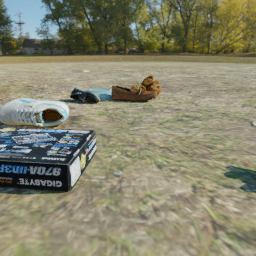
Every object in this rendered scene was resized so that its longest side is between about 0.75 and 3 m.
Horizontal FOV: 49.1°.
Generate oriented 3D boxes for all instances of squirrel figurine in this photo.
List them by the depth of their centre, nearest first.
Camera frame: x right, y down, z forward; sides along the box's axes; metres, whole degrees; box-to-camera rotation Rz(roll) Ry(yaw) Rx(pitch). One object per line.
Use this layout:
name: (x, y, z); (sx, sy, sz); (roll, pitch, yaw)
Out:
squirrel figurine: (1.165, -2.140, 15.983); (1.644, 1.164, 1.535); (-17, 29, -6)

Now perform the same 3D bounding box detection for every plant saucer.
plant saucer: (-1.656, -2.018, 16.291); (2.212, 0.426, 2.212); (0, 17, 0)

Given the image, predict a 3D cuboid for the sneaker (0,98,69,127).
sneaker: (-3.551, -0.549, 10.428); (2.595, 0.993, 1.048); (-4, 19, -8)

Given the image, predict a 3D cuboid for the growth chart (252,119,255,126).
growth chart: (5.142, -0.188, 10.745); (0.705, 0.086, 0.974); (7, 18, 23)

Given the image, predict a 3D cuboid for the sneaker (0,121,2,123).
sneaker: (-4.555, -0.415, 11.030); (1.065, 0.438, 0.394); (-32, 30, -24)

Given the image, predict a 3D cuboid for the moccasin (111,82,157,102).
moccasin: (0.322, -1.972, 15.131); (2.528, 0.976, 0.925); (7, 18, 22)

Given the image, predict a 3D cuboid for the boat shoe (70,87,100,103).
boat shoe: (-2.279, -1.615, 14.868); (1.950, 0.700, 0.659); (20, 61, 33)

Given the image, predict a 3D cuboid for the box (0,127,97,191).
box: (-2.463, 0.631, 6.957); (2.933, 0.675, 2.331); (2, 17, 7)
